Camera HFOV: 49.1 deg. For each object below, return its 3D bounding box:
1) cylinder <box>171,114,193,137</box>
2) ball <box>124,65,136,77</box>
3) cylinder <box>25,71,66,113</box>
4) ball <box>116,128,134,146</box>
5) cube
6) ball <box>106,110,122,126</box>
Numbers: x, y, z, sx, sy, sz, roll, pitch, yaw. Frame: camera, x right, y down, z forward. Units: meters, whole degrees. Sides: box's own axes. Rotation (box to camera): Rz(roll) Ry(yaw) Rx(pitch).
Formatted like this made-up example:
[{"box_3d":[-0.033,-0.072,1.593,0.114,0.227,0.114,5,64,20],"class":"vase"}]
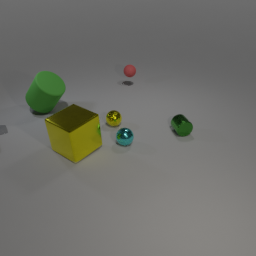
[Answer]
[{"box_3d":[2.218,-0.115,11.565,0.700,0.700,0.700,-8,32,-13],"class":"cylinder"},{"box_3d":[0.101,-3.177,15.603,0.700,0.700,0.700,0,31,0],"class":"ball"},{"box_3d":[-3.773,-1.634,12.801,1.400,1.400,1.400,23,45,-26],"class":"cylinder"},{"box_3d":[-0.122,0.332,10.841,0.700,0.700,0.700,0,31,0],"class":"ball"},{"box_3d":[-1.966,0.164,10.315,1.400,1.400,1.400,23,42,33],"class":"cube"},{"box_3d":[-0.611,-0.422,12.083,0.700,0.700,0.700,0,31,0],"class":"ball"}]
